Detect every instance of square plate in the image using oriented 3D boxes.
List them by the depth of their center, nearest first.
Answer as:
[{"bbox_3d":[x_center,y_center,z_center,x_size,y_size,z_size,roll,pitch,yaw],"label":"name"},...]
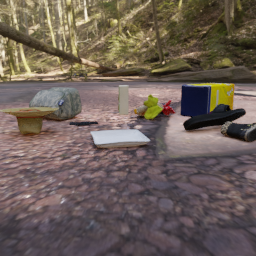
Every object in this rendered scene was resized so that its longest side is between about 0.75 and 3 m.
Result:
[{"bbox_3d":[-0.304,0.338,8.971,1.662,0.236,1.646,-2,12,-12],"label":"square plate"}]

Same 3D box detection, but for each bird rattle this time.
[{"bbox_3d":[1.214,-0.987,13.516,1.639,1.132,2.010,-14,-1,33],"label":"bird rattle"}]

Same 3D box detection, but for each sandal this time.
[{"bbox_3d":[3.394,-0.540,10.827,2.927,0.701,1.100,-8,-22,-26],"label":"sandal"}]

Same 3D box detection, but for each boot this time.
[{"bbox_3d":[4.050,0.021,9.657,1.507,0.552,1.135,-23,23,-35],"label":"boot"}]

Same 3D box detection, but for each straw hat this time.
[{"bbox_3d":[-3.492,-0.226,9.994,2.145,0.908,2.145,-1,8,0],"label":"straw hat"}]

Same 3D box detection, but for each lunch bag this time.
[{"bbox_3d":[-3.399,-1.079,13.144,2.012,1.402,1.688,7,27,30],"label":"lunch bag"}]

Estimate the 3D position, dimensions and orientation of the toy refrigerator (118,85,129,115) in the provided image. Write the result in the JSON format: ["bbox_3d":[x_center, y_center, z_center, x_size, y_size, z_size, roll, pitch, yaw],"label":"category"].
[{"bbox_3d":[-0.255,-1.454,14.483,0.511,1.459,0.554,-2,13,-8],"label":"toy refrigerator"}]

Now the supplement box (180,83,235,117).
[{"bbox_3d":[4.104,-1.471,14.322,1.535,1.544,2.820,11,16,42],"label":"supplement box"}]

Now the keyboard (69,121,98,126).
[{"bbox_3d":[-1.872,-0.204,11.836,1.191,0.123,0.757,-3,12,-12],"label":"keyboard"}]

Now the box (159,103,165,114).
[{"bbox_3d":[1.553,-1.046,14.869,0.835,0.499,0.849,2,12,8],"label":"box"}]
